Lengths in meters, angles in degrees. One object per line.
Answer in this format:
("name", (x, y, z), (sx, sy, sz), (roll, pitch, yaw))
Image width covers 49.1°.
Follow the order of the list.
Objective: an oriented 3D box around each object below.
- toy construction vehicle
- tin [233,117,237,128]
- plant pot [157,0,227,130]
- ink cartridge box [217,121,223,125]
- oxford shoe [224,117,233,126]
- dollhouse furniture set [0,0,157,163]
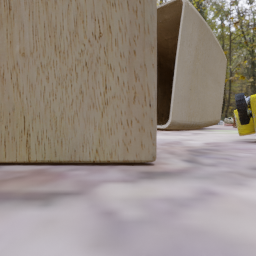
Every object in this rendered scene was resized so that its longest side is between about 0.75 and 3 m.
("toy construction vehicle", (2.275, -0.128, 3.389), (1.796, 0.726, 2.063), (-11, -6, 21))
("tin", (4.103, -0.166, 8.132), (2.006, 0.420, 1.123), (1, -2, 35))
("plant pot", (1.128, -1.313, 7.962), (2.653, 2.997, 2.993), (10, -6, -39))
("ink cartridge box", (3.824, -0.229, 13.167), (1.155, 0.226, 0.574), (-1, 3, -18))
("oxford shoe", (4.398, -0.267, 11.803), (0.967, 0.357, 0.342), (-1, 2, -41))
("dollhouse furniture set", (-1.217, -1.022, 2.809), (2.727, 2.336, 2.867), (0, 2, 0))
